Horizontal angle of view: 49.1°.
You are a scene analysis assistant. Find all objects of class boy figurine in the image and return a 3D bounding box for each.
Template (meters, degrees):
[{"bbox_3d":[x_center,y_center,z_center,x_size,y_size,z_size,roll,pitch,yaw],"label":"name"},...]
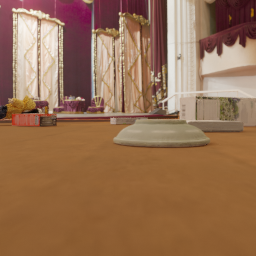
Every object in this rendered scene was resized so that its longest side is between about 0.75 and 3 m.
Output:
[{"bbox_3d":[-5.042,-0.879,12.097,2.255,0.727,1.402,-30,-13,-41],"label":"boy figurine"}]

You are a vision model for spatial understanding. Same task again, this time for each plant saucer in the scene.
[{"bbox_3d":[0.456,0.043,3.871,1.313,0.329,1.313,0,3,0],"label":"plant saucer"}]

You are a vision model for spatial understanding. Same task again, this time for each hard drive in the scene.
[{"bbox_3d":[1.987,-0.069,7.456,1.322,0.267,2.004,0,2,-2],"label":"hard drive"}]

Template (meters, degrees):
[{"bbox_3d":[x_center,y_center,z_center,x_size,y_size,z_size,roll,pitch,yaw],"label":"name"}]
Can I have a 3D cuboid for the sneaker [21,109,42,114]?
[{"bbox_3d":[-4.646,-0.440,12.856,1.086,0.710,1.942,-5,-3,-32],"label":"sneaker"}]

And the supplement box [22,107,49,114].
[{"bbox_3d":[-5.245,-0.732,15.837,1.452,0.950,0.749,0,1,-9],"label":"supplement box"}]

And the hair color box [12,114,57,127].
[{"bbox_3d":[-3.603,-0.312,10.767,1.570,0.502,0.871,3,3,31],"label":"hair color box"}]

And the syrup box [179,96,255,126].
[{"bbox_3d":[3.391,-0.606,10.517,2.762,1.087,1.125,-1,2,-21],"label":"syrup box"}]

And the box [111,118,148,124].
[{"bbox_3d":[0.040,-0.351,13.911,1.604,0.330,1.250,0,1,-15],"label":"box"}]
